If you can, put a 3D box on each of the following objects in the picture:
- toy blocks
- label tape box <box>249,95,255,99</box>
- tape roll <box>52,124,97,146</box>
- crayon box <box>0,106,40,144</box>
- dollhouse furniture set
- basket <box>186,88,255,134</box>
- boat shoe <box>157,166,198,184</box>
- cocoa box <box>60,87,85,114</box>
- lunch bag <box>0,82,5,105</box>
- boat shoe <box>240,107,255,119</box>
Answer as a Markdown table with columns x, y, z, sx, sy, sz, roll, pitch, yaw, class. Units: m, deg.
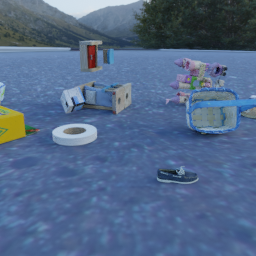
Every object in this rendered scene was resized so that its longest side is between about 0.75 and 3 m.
| x | y | z | sx | sy | sz | roll | pitch | yaw | class |
| --- | --- | --- | --- | --- | --- | --- | --- | --- | --- |
| 2.433 | -1.770 | 11.057 | 1.695 | 1.881 | 2.013 | 0 | 20 | -21 | toy blocks |
| 5.314 | -0.870 | 10.534 | 1.459 | 0.462 | 1.052 | 10 | 20 | 28 | label tape box |
| -1.497 | 0.170 | 7.902 | 1.252 | 0.229 | 1.252 | -1 | 18 | 0 | tape roll |
| -4.218 | -0.036 | 7.734 | 1.849 | 0.740 | 2.913 | 15 | 24 | 37 | crayon box |
| -0.970 | -2.001 | 10.711 | 1.759 | 2.496 | 1.749 | 6 | 20 | 18 | dollhouse furniture set |
| 2.501 | -0.507 | 7.898 | 1.673 | 1.319 | 1.897 | -1 | -11 | -3 | basket |
| 1.000 | 0.933 | 5.643 | 0.832 | 0.257 | 0.312 | 2 | 19 | 6 | boat shoe |
| -1.935 | -0.962 | 9.767 | 0.593 | 0.603 | 0.904 | -20 | -6 | -23 | cocoa box |
| -6.081 | -1.482 | 10.677 | 2.447 | 1.009 | 1.967 | 14 | 15 | -16 | lunch bag |
| 4.263 | -0.671 | 9.988 | 0.508 | 0.459 | 1.424 | -16 | 24 | -38 | boat shoe |
